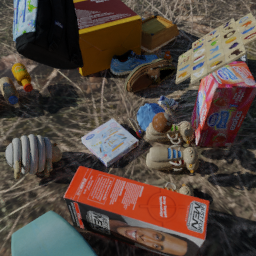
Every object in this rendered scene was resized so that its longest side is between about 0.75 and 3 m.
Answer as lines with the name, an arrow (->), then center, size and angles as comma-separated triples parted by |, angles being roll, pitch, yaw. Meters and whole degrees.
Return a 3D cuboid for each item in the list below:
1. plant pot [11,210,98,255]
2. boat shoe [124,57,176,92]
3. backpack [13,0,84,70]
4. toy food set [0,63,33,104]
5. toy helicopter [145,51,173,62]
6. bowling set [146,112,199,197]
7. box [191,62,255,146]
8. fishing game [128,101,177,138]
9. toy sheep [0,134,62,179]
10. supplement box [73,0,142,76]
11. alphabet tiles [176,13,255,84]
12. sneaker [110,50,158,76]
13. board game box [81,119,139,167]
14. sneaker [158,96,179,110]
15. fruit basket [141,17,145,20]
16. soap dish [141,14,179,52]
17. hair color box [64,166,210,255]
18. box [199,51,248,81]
plant pot -> -1.406, 2.883, 5.690 | 1.487, 1.488, 2.106 | -29, 47, -23
boat shoe -> 0.868, -1.946, 10.392 | 0.789, 0.834, 2.319 | 34, 57, 28
backpack -> -2.220, -2.947, 7.699 | 1.838, 1.951, 2.391 | 1, 84, 35
toy food set -> -4.750, -1.302, 9.338 | 2.884, 1.377, 1.297 | -9, 46, -34
toy helicopter -> 1.281, -2.983, 11.590 | 1.170, 0.461, 0.774 | 16, 41, 11
bowling set -> 1.314, 0.523, 7.503 | 1.508, 1.955, 2.809 | 3, 52, -1
box -> 2.666, -0.630, 8.155 | 1.137, 2.382, 1.187 | 1, 48, -1
fishing game -> 0.778, -0.317, 9.201 | 1.499, 0.233, 1.073 | -28, 79, -16
toy sheep -> -2.710, 0.753, 7.743 | 1.771, 1.221, 1.221 | 2, 44, -29
supplement box -> -1.252, -3.958, 11.550 | 2.692, 1.812, 2.729 | -22, 51, -18
alphabet tiles -> 1.697, -1.569, 5.480 | 1.677, 0.064, 2.016 | -28, 25, 29
sneaker -> 0.278, -2.626, 10.976 | 1.945, 0.875, 0.762 | -11, 49, -10
board game box -> -0.555, 0.419, 8.638 | 1.267, 0.261, 1.264 | -33, 56, -26
sneaker -> 1.461, -0.832, 9.733 | 0.848, 0.490, 0.343 | 27, 88, 56
fruit basket -> 0.259, -5.130, 13.563 | 1.301, 0.610, 1.205 | 30, 53, 5
soap dish -> 1.123, -4.294, 12.529 | 1.969, 0.800, 1.549 | -36, 58, -29
hair color box -> 0.174, 1.980, 6.387 | 2.984, 1.514, 0.914 | 12, 49, 12
box -> 3.754, -2.483, 11.134 | 1.878, 0.462, 1.945 | 9, 49, 11
